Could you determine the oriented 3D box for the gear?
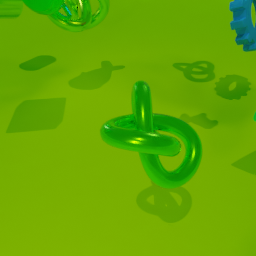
[{"bbox_3d":[3.083,-2.775,6.874,1.712,1.712,0.317,-30,23,-35],"label":"gear"}]

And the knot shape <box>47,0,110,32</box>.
[{"bbox_3d":[-1.296,-3.490,7.824,0.940,2.034,1.903,12,-4,31],"label":"knot shape"}]

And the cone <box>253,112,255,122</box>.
[{"bbox_3d":[2.590,-0.121,4.216,0.917,0.917,0.920,-20,57,-26],"label":"cone"}]

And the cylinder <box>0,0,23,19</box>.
[{"bbox_3d":[-3.969,-3.899,8.600,1.024,1.024,1.024,18,27,24],"label":"cylinder"}]

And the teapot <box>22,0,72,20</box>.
[{"bbox_3d":[-1.988,-3.408,6.522,1.243,2.000,0.979,-15,34,33],"label":"teapot"}]

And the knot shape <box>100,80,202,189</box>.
[{"bbox_3d":[0.258,0.000,3.223,1.302,0.602,1.218,26,33,-39],"label":"knot shape"}]
